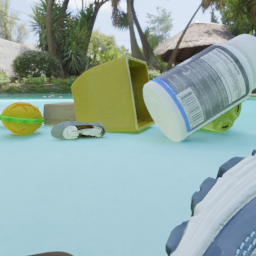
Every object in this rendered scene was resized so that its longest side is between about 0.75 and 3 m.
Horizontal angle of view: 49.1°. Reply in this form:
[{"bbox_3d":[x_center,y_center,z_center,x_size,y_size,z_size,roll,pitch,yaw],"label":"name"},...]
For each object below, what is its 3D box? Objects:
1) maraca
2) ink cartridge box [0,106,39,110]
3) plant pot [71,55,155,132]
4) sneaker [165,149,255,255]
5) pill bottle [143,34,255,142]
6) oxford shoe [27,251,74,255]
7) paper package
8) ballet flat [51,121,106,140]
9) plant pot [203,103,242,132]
[{"bbox_3d":[-2.989,-0.258,7.816,1.206,0.941,1.759,3,4,-7],"label":"maraca"},{"bbox_3d":[-4.034,-0.367,9.742,1.812,0.686,1.339,-4,9,-17],"label":"ink cartridge box"},{"bbox_3d":[-0.553,-0.981,9.260,2.245,2.194,2.180,-7,5,20],"label":"plant pot"},{"bbox_3d":[1.177,0.612,1.143,2.472,0.959,1.067,-5,12,-32],"label":"sneaker"},{"bbox_3d":[2.004,-1.071,7.093,2.942,1.674,1.674,-31,14,-10],"label":"pill bottle"},{"bbox_3d":[-1.020,0.702,1.130,1.804,0.762,0.656,-1,5,-20],"label":"oxford shoe"},{"bbox_3d":[-2.176,-0.547,10.594,1.506,0.817,1.580,1,7,8],"label":"paper package"},{"bbox_3d":[-1.236,0.072,7.193,1.424,0.480,0.453,-4,17,-25],"label":"ballet flat"},{"bbox_3d":[2.463,-0.773,9.035,2.052,2.052,1.887,-4,20,-30],"label":"plant pot"}]
